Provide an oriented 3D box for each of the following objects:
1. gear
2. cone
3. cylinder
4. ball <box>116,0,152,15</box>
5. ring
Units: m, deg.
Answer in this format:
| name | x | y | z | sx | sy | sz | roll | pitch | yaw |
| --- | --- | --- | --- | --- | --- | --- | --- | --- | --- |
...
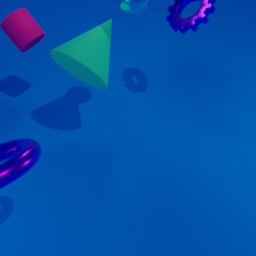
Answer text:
| name | x | y | z | sx | sy | sz | roll | pitch | yaw |
| --- | --- | --- | --- | --- | --- | --- | --- | --- | --- |
| gear | 1.667 | -3.167 | 7.487 | 1.306 | 0.241 | 1.306 | -15 | 64 | 32 |
| cone | -0.814 | -2.072 | 7.000 | 1.604 | 1.604 | 1.610 | 27 | 82 | 20 |
| cylinder | -2.888 | -2.680 | 7.724 | 0.845 | 0.845 | 0.845 | -46 | 106 | -30 |
| ball | 0.133 | -2.975 | 6.238 | 0.839 | 0.839 | 0.839 | 0 | 51 | 0 |
| ring | -1.857 | 0.530 | 3.865 | 1.351 | 0.270 | 1.351 | -17 | 19 | 6 |
